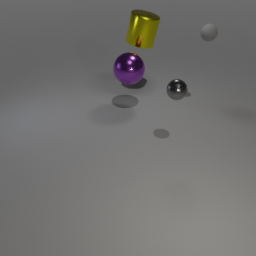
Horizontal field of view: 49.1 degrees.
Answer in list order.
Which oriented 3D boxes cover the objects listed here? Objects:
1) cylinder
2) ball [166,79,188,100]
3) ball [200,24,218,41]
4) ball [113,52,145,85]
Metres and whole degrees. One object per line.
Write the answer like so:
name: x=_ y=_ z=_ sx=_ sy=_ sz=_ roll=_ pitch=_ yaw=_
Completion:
cylinder: x=0.687 y=-4.692 z=13.294 sx=1.400 sy=1.400 sz=1.400 roll=10 pitch=36 yaw=-7
ball: x=1.627 y=-1.270 z=9.298 sx=0.700 sy=0.700 sz=0.700 roll=0 pitch=31 yaw=0
ball: x=3.388 y=-3.980 z=11.689 sx=0.700 sy=0.700 sz=0.700 roll=0 pitch=31 yaw=0
ball: x=0.046 y=-2.615 z=12.343 sx=1.400 sy=1.400 sz=1.400 roll=0 pitch=31 yaw=0
